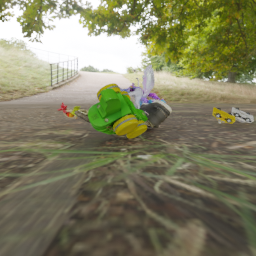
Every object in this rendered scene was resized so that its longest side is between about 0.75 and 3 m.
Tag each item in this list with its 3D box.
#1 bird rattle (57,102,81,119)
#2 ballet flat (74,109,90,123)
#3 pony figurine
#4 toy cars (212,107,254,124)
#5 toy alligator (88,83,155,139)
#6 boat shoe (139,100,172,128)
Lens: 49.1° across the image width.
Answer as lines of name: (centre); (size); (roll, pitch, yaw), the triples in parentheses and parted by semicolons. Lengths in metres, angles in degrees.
bird rattle: (-1.945, -0.498, 9.275); (0.754, 0.425, 0.615); (4, -32, -2)
ballet flat: (-0.782, -0.290, 6.512); (0.427, 0.294, 1.267); (38, 12, 26)
pony figurine: (0.388, -1.155, 9.847); (1.781, 1.719, 1.483); (-12, -10, -17)
toy cars: (3.383, -0.348, 9.144); (1.586, 0.351, 0.711); (-2, 44, -27)
toy alligator: (-0.118, -0.160, 5.753); (0.803, 0.878, 2.960); (-32, -16, 12)
boat shoe: (0.529, -0.273, 7.198); (0.657, 0.560, 1.966); (40, -10, -5)
